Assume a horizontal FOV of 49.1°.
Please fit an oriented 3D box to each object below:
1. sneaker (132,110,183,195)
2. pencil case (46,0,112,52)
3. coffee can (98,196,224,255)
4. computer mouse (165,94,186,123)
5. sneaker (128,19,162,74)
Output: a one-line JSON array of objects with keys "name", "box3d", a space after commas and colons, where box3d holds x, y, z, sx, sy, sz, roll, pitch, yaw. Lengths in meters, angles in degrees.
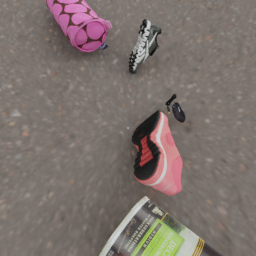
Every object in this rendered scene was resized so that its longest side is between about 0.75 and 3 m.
[{"name": "sneaker", "box3d": [0.740, 0.567, 6.562, 1.088, 0.924, 2.508, 40, 30, -22]}, {"name": "pencil case", "box3d": [-1.564, -3.441, 8.555, 1.235, 1.197, 2.637, -38, 60, 6]}, {"name": "coffee can", "box3d": [0.761, 2.626, 5.116, 2.300, 1.683, 1.683, 34, 67, 17]}, {"name": "computer mouse", "box3d": [1.184, -0.440, 7.297, 0.181, 0.554, 0.788, -9, 71, -28]}, {"name": "sneaker", "box3d": [0.515, -2.200, 7.909, 0.705, 1.558, 0.518, 9, 29, -21]}]
